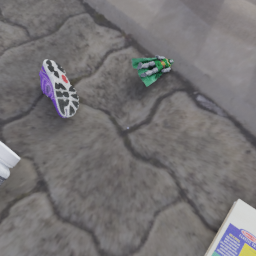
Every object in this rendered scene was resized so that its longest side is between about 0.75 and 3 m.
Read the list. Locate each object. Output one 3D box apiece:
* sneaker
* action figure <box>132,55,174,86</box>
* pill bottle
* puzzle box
[{"bbox_3d":[-2.095,-1.074,8.286,0.797,0.825,1.978,2,54,-46],"label":"sneaker"},{"bbox_3d":[0.906,-1.924,8.703,1.595,0.436,0.942,-27,92,-42],"label":"action figure"},{"bbox_3d":[-3.424,1.121,6.523,0.963,0.963,1.703,35,74,19],"label":"pill bottle"},{"bbox_3d":[3.112,2.988,5.888,2.699,0.343,1.796,35,58,19],"label":"puzzle box"}]
